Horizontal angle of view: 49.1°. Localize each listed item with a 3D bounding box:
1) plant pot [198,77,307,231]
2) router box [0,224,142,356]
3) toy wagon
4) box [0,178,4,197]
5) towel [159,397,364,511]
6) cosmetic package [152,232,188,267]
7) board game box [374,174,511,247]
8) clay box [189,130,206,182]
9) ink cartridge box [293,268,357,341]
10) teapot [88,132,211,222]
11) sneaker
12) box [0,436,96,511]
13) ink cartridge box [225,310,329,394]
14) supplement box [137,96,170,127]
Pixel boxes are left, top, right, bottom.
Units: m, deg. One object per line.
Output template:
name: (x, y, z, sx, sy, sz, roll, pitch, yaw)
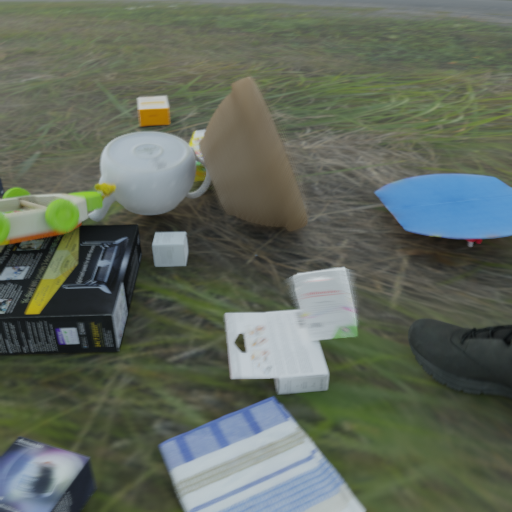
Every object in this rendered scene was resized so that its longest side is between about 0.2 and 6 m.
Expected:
plant pot: (-0.181, -1.581, 9.775, 1.269, 2.749, 2.749, -21, 33, 0)
router box: (-2.817, 0.396, 8.160, 1.964, 0.652, 2.498, -1, 31, -2)
toy wagon: (-3.499, -0.662, 8.602, 2.863, 0.566, 2.221, -14, 19, -37)
box: (-5.709, -1.313, 11.143, 0.919, 0.539, 0.903, 5, 32, 6)
towel: (0.053, 2.289, 5.432, 1.490, 0.242, 2.029, -16, 33, -22)
cosmetic package: (-1.410, -0.111, 9.231, 0.523, 0.431, 0.431, -1, 32, 0)
board game box: (3.582, -0.708, 10.141, 2.448, 0.603, 3.099, -7, 26, -3)
clay box: (-0.755, -2.225, 12.246, 1.417, 0.587, 2.467, -6, 28, 4)
ink cartridge box: (0.851, 0.521, 6.891, 0.625, 1.068, 0.359, -8, 34, 14)
teapot: (-1.948, -1.383, 10.440, 1.857, 1.356, 1.833, 11, 40, 8)
sneaker: (2.952, 1.155, 6.486, 2.425, 1.101, 0.921, 21, 38, 33)
box: (-2.107, 2.241, 5.235, 0.839, 0.517, 0.832, 10, 31, 16)
ink cartridge box: (0.218, 1.198, 7.171, 1.173, 0.298, 1.331, -2, 31, -5)
supplement box: (-2.897, -4.084, 15.803, 0.839, 0.489, 1.331, -5, 31, -9)
